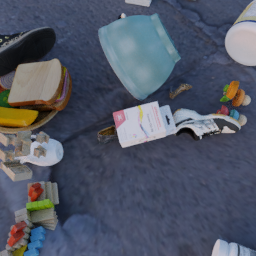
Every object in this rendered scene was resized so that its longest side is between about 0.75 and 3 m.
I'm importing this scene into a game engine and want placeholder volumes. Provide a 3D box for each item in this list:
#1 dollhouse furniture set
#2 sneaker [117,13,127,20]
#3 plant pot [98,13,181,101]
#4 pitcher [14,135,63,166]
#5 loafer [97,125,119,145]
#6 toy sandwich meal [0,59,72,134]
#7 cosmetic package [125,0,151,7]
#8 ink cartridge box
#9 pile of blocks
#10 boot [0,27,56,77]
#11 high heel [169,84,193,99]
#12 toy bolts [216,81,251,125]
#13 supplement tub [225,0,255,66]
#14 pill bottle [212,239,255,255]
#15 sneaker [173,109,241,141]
[{"bbox_3d":[-2.754,0.614,7.098,0.777,1.194,1.096,25,19,39],"label":"dollhouse furniture set"},{"bbox_3d":[0.221,-3.482,9.929,2.191,1.426,0.875,-23,63,-13],"label":"sneaker"},{"bbox_3d":[0.521,-2.298,8.346,1.669,2.491,2.491,-28,59,19],"label":"plant pot"},{"bbox_3d":[-2.515,0.582,8.026,1.264,0.766,1.085,-5,48,11],"label":"pitcher"},{"bbox_3d":[-0.371,0.102,8.423,1.217,0.440,0.443,-27,61,-16],"label":"loafer"},{"bbox_3d":[-3.278,-1.144,8.693,3.042,1.042,3.042,-1,58,2],"label":"toy sandwich meal"},{"bbox_3d":[0.631,-6.297,11.345,1.092,1.771,1.777,13,61,8],"label":"cosmetic package"},{"bbox_3d":[0.494,-0.142,7.975,1.650,0.557,0.961,-15,72,1],"label":"ink cartridge box"},{"bbox_3d":[-2.398,2.408,6.901,1.024,0.775,2.494,11,61,6],"label":"pile of blocks"},{"bbox_3d":[-4.248,-3.037,9.877,2.184,1.061,2.900,29,56,24],"label":"boot"},{"bbox_3d":[1.750,-1.180,9.244,0.765,0.273,0.545,-5,52,15],"label":"high heel"},{"bbox_3d":[3.361,-0.717,8.593,0.884,1.218,1.275,20,80,4],"label":"toy bolts"},{"bbox_3d":[4.609,-3.475,9.792,1.647,1.647,2.281,32,65,17],"label":"supplement tub"},{"bbox_3d":[2.652,3.136,6.512,1.268,0.722,0.722,18,62,11],"label":"pill bottle"},{"bbox_3d":[2.295,0.040,8.371,1.974,0.747,0.865,8,66,16],"label":"sneaker"}]
